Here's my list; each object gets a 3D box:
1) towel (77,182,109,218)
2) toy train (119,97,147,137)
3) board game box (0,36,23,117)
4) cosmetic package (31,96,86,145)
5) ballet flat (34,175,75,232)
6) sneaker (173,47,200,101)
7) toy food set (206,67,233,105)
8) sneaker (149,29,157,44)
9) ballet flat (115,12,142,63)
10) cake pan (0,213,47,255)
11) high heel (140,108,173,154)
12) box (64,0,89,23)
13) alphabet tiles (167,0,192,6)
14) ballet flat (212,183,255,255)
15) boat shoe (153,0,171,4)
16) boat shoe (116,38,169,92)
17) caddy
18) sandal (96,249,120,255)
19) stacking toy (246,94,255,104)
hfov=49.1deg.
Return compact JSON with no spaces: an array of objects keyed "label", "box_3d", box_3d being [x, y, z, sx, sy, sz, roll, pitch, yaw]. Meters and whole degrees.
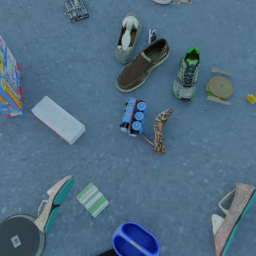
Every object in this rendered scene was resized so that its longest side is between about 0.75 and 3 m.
[{"label":"towel","box_3d":[-1.321,2.700,10.520,0.810,0.124,1.062,-42,74,-14]},{"label":"toy train","box_3d":[0.216,-0.448,11.391,0.923,0.700,1.615,10,72,13]},{"label":"board game box","box_3d":[-4.931,-2.018,10.981,0.691,2.471,2.420,-10,71,-6]},{"label":"cosmetic package","box_3d":[-2.810,-0.317,11.384,2.128,0.539,0.878,38,74,13]},{"label":"ballet flat","box_3d":[-2.639,2.543,9.745,0.701,0.759,2.249,28,93,22]},{"label":"sneaker","box_3d":[2.493,-2.299,11.827,0.987,1.077,2.529,9,71,3]},{"label":"toy food set","box_3d":[3.930,-1.743,12.068,1.185,0.345,1.716,16,65,-2]},{"label":"sneaker","box_3d":[1.140,-4.173,12.889,0.360,0.356,0.907,3,68,7]},{"label":"ballet flat","box_3d":[0.068,-4.281,12.631,0.968,0.915,2.873,10,70,4]},{"label":"cake pan","box_3d":[-3.917,4.032,9.892,2.012,0.369,2.012,0,69,0]},{"label":"high heel","box_3d":[1.492,0.139,11.129,1.754,0.626,1.250,-46,69,2]},{"label":"box","box_3d":[-2.484,-5.712,13.491,0.921,0.281,1.143,-20,71,-9]},{"label":"alphabet tiles","box_3d":[2.437,-6.651,13.950,1.632,0.062,1.364,14,70,5]},{"label":"ballet flat","box_3d":[3.600,3.188,10.032,0.958,0.970,2.849,26,66,31]},{"label":"boat shoe","box_3d":[1.143,-7.061,13.708,0.878,0.724,2.558,-40,73,-11]},{"label":"boat shoe","box_3d":[0.607,-2.800,11.989,1.097,1.099,2.970,40,75,13]},{"label":"caddy","box_3d":[0.269,4.011,9.637,1.672,0.878,1.182,33,74,11]},{"label":"sandal","box_3d":[-1.123,4.694,9.640,1.756,0.396,0.659,-24,72,-9]},{"label":"stacking toy","box_3d":[6.137,-1.101,11.771,1.400,0.436,1.857,-40,77,-11]}]
